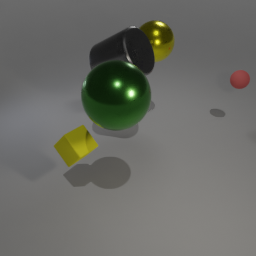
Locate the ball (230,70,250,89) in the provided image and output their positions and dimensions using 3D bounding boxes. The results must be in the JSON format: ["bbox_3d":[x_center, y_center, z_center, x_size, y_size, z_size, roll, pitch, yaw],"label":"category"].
[{"bbox_3d":[4.191,-1.814,10.489,0.700,0.700,0.700,0,33,0],"label":"ball"}]

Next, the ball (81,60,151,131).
[{"bbox_3d":[-0.233,-0.644,5.606,1.400,1.400,1.400,0,33,0],"label":"ball"}]

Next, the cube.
[{"bbox_3d":[-1.352,0.462,7.281,0.700,0.700,0.700,54,44,2],"label":"cube"}]

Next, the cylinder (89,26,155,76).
[{"bbox_3d":[-0.169,-2.027,8.177,1.400,1.400,1.400,-13,21,39],"label":"cylinder"}]

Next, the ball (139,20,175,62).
[{"bbox_3d":[0.917,-3.004,9.752,1.400,1.400,1.400,0,33,0],"label":"ball"}]
